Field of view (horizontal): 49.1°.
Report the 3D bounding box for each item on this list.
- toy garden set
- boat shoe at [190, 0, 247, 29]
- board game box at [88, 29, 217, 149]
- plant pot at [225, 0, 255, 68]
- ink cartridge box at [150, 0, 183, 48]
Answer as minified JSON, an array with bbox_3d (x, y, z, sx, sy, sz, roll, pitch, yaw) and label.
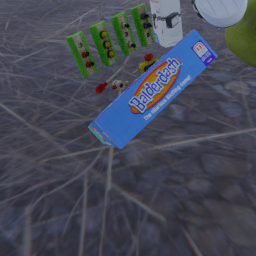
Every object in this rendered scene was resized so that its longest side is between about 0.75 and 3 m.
[{"bbox_3d":[-0.099,-1.467,5.761,1.856,1.547,0.370,-33,32,-21],"label":"toy garden set"},{"bbox_3d":[1.305,-1.919,4.173,0.658,0.648,1.826,-13,48,13],"label":"boat shoe"},{"bbox_3d":[0.166,-0.429,4.208,1.624,0.481,2.136,-44,5,-9],"label":"board game box"},{"bbox_3d":[2.719,-1.727,4.792,2.048,2.048,2.189,-8,14,-11],"label":"plant pot"},{"bbox_3d":[1.292,-3.700,9.497,0.682,1.629,1.182,-15,29,-6],"label":"ink cartridge box"}]
